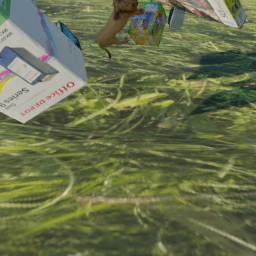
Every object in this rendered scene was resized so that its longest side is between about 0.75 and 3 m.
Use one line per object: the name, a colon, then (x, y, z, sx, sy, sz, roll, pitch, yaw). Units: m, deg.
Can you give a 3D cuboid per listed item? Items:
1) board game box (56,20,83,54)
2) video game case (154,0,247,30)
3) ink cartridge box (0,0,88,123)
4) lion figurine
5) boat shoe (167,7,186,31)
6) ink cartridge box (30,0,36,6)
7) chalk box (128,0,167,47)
board game box: (-2.113, -3.226, 10.081, 0.206, 0.988, 1.460, -39, 41, 15)
video game case: (1.041, -3.185, 6.259, 2.914, 0.372, 2.633, 32, 16, 27)
ink cartridge box: (-2.281, -1.383, 5.243, 1.870, 2.574, 1.126, -27, 57, 18)
lion figurine: (-0.375, -3.256, 8.647, 0.917, 2.532, 1.550, 33, 25, 14)
boat shoe: (1.665, -3.946, 8.949, 0.597, 1.578, 0.476, 8, 38, -25)
ink cartridge box: (-3.427, -3.091, 7.224, 1.841, 2.546, 1.850, -6, 49, -5)
chalk box: (0.737, -3.716, 9.637, 0.929, 1.501, 0.934, 14, -5, 24)
